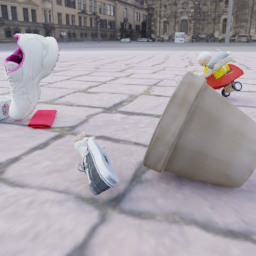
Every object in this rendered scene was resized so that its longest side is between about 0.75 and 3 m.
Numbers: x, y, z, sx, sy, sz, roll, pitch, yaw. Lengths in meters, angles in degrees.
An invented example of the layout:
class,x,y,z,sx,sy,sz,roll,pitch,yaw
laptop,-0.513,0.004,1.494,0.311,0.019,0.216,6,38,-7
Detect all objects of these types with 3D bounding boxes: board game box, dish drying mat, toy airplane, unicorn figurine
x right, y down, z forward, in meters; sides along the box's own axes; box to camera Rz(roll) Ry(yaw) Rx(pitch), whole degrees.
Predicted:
class,x,y,z,sx,sy,sz,roll,pitch,yaw
board game box,-4.065,-0.538,7.963,1.236,0.538,1.675,5,19,15
dish drying mat,-2.354,-0.271,7.800,0.607,0.144,1.581,-1,17,-8
toy airplane,2.787,-1.927,10.211,2.429,1.714,2.418,-15,-8,30
unicorn figurine,-0.730,0.454,5.207,0.884,0.326,0.607,32,42,32

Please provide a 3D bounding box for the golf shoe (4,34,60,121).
class,x,y,z,sx,sy,sz,roll,pitch,yaw
golf shoe,-2.730,-1.291,7.171,1.160,2.534,0.954,6,34,-46

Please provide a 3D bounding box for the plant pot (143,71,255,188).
class,x,y,z,sx,sy,sz,roll,pitch,yaw
plant pot,1.226,0.178,4.371,1.448,1.668,1.668,27,25,11

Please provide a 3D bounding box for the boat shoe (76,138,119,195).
class,x,y,z,sx,sy,sz,roll,pitch,yaw
boat shoe,-0.517,0.592,4.380,0.457,0.494,1.337,-40,31,1
